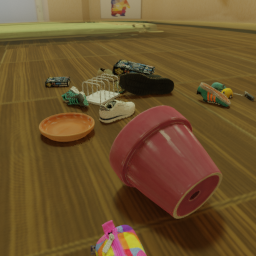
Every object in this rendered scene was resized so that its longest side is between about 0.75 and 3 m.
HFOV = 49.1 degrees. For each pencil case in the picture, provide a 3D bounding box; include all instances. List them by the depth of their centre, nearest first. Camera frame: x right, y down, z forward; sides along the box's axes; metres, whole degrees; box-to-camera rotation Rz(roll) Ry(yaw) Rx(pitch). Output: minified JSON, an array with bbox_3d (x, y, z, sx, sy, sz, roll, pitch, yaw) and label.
[{"bbox_3d":[0.073,2.386,4.237,0.882,0.882,1.996,-10,28,-20],"label":"pencil case"}]

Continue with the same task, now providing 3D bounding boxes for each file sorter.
[{"bbox_3d":[-1.219,-1.758,12.534,1.051,0.943,1.515,14,30,28],"label":"file sorter"}]

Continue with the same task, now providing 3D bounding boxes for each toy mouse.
[{"bbox_3d":[4.089,-1.849,13.315,2.012,0.389,1.788,-11,29,-21],"label":"toy mouse"}]

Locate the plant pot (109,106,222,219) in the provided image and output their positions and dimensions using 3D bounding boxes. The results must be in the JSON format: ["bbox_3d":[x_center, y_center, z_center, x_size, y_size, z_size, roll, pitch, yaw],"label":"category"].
[{"bbox_3d":[0.938,0.853,6.278,2.099,2.099,1.879,-17,47,-31],"label":"plant pot"}]

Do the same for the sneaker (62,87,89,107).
[{"bbox_3d":[-2.281,-1.208,11.959,0.783,0.666,1.716,-30,33,-21],"label":"sneaker"}]

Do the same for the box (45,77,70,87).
[{"bbox_3d":[-3.648,-2.408,14.595,1.183,0.272,0.940,-2,26,-4],"label":"box"}]

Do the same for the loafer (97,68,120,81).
[{"bbox_3d":[-1.091,-2.961,15.407,1.549,0.529,0.586,17,31,28],"label":"loafer"}]

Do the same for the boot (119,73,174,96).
[{"bbox_3d":[0.726,-2.250,13.708,2.613,1.012,1.808,8,20,-14],"label":"boot"}]

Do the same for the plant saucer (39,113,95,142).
[{"bbox_3d":[-2.087,-0.020,9.674,1.868,0.350,1.868,0,27,0],"label":"plant saucer"}]

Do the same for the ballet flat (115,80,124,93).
[{"bbox_3d":[-0.208,-2.365,14.104,0.688,0.688,1.946,7,27,13],"label":"ballet flat"}]

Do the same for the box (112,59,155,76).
[{"bbox_3d":[0.352,-3.213,15.588,2.148,0.494,1.708,14,27,5],"label":"box"}]

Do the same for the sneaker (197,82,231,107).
[{"bbox_3d":[3.686,-1.321,12.174,1.571,0.628,0.561,42,36,26],"label":"sneaker"}]

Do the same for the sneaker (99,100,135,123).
[{"bbox_3d":[-0.362,-0.772,10.790,0.666,0.702,1.744,21,33,38],"label":"sneaker"}]

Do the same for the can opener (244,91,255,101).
[{"bbox_3d":[5.543,-1.451,12.726,0.270,0.216,0.809,-5,28,-8],"label":"can opener"}]
